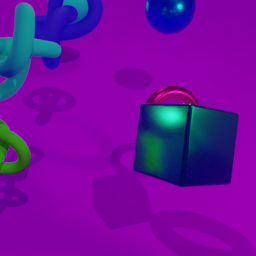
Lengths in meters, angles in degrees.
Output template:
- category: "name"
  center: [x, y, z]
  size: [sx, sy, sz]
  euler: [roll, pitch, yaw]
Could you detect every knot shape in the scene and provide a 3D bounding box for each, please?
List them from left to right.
- category: "knot shape"
  center: [-1.980, 0.401, 3.916]
  size: [1.097, 0.507, 1.027]
  euler: [30, 87, 12]
- category: "knot shape"
  center: [-1.357, -0.924, 3.483]
  size: [0.598, 1.295, 1.212]
  euler: [49, 26, -9]
- category: "knot shape"
  center: [-1.531, -2.251, 5.991]
  size: [1.804, 0.891, 1.928]
  euler: [25, 84, 47]

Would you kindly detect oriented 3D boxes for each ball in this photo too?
- category: "ball"
  center: [-1.846, -3.974, 8.944]
  size: [1.362, 1.362, 1.362]
  euler: [0, 41, 0]
- category: "ball"
  center: [1.069, -3.057, 7.130]
  size: [1.291, 1.291, 1.291]
  euler: [0, 41, 0]

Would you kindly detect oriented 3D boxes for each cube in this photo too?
- category: "cube"
  center: [0.712, 0.187, 3.535]
  size: [0.893, 0.893, 0.893]
  euler: [6, 1, -36]

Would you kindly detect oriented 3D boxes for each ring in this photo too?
- category: "ring"
  center: [0.803, -0.152, 5.056]
  size: [1.225, 1.225, 0.245]
  euler: [-16, 10, -17]
